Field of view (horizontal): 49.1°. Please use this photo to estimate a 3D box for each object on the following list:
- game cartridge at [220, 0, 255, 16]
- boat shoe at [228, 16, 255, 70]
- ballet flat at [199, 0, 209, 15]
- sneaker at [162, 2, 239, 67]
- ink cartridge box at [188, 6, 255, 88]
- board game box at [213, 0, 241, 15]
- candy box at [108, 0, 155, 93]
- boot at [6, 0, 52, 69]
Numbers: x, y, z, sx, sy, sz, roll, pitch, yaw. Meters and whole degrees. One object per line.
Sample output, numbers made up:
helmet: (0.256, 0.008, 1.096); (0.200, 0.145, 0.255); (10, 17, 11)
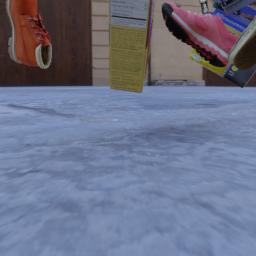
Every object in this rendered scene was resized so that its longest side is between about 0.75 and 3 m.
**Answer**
game cartridge: (2.436, -3.359, 6.478); (0.804, 1.240, 0.238); (-28, 22, 7)
boat shoe: (2.987, -2.234, 6.063); (0.758, 2.067, 0.648); (33, 24, -23)
ballet flat: (2.672, -4.347, 9.807); (0.288, 0.801, 0.288); (-16, 13, 4)
sneaker: (1.835, -2.522, 7.073); (2.209, 0.958, 0.814); (38, 1, -4)
ink cartridge box: (3.303, -2.643, 8.784); (2.129, 2.154, 0.506); (34, 47, 12)
board game box: (2.578, -3.285, 7.232); (0.110, 0.528, 0.781); (-35, 53, -24)
candy box: (0.129, -2.385, 5.778); (0.822, 2.913, 1.699); (9, 49, 3)
boot: (-3.090, -3.337, 9.177); (1.499, 2.795, 1.049); (25, 36, 21)
